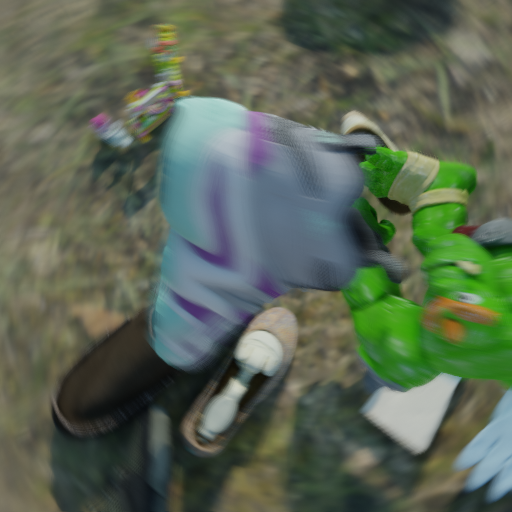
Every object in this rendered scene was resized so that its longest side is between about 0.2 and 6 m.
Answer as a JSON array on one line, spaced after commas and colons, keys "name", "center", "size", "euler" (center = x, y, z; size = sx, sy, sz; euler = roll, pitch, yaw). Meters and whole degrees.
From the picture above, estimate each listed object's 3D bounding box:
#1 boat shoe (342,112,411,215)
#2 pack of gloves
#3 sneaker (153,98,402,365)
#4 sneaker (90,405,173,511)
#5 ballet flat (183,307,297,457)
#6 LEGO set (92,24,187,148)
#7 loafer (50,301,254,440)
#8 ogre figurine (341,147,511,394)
[{"name": "boat shoe", "center": [1.546, -1.120, 6.853], "size": [0.564, 1.564, 0.508], "euler": [-33, 36, 22]}, {"name": "pack of gloves", "center": [3.128, 1.790, 7.835], "size": [2.220, 0.521, 2.642], "euler": [33, 74, 18]}, {"name": "sneaker", "center": [0.224, 0.135, 5.274], "size": [2.239, 3.201, 1.244], "euler": [7, 51, -6]}, {"name": "sneaker", "center": [-1.814, 3.224, 7.067], "size": [1.526, 1.019, 2.665], "euler": [7, 81, -5]}, {"name": "ballet flat", "center": [-0.158, 1.694, 7.575], "size": [0.804, 0.794, 2.361], "euler": [31, 78, 8]}, {"name": "LEGO set", "center": [-1.619, -2.718, 8.672], "size": [1.033, 0.836, 2.247], "euler": [24, 77, 6]}, {"name": "loafer", "center": [-1.434, 1.169, 7.510], "size": [3.274, 1.168, 1.195], "euler": [-40, 79, -9]}, {"name": "ogre figurine", "center": [2.321, -0.003, 5.354], "size": [4.080, 2.002, 2.446], "euler": [-7, 61, 26]}]
